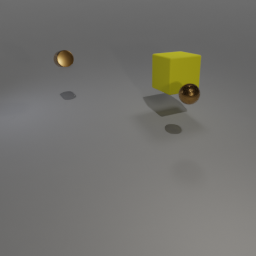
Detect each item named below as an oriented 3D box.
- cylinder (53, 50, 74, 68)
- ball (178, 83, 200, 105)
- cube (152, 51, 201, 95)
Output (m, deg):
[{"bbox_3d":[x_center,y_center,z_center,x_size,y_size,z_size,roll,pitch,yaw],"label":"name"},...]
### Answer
[{"bbox_3d":[-2.703,-2.894,11.747,0.700,0.700,0.700,-15,18,-24],"label":"cylinder"},{"bbox_3d":[2.012,-1.118,9.189,0.700,0.700,0.700,0,31,0],"label":"ball"},{"bbox_3d":[1.896,-2.232,11.210,1.400,1.400,1.400,-11,24,-22],"label":"cube"}]
